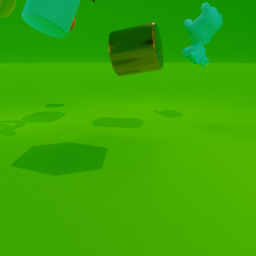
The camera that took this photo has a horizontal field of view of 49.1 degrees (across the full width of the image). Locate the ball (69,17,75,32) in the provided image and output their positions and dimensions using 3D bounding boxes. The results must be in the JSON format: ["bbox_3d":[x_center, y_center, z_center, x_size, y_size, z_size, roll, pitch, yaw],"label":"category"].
[{"bbox_3d":[-2.355,-3.887,10.134,0.876,0.876,0.876,0,14,0],"label":"ball"}]

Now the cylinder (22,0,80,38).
[{"bbox_3d":[-2.108,-3.394,7.805,1.287,1.287,1.287,19,-4,1],"label":"cylinder"}]

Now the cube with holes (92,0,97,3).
[{"bbox_3d":[-0.412,-2.692,3.564,1.288,1.288,1.288,-35,10,8],"label":"cube with holes"}]

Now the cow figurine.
[{"bbox_3d":[2.338,-2.840,8.763,0.877,1.572,1.598,8,-33,-38],"label":"cow figurine"}]

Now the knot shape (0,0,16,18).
[{"bbox_3d":[-3.038,-2.932,6.158,1.713,0.846,1.831,-37,41,7],"label":"knot shape"}]

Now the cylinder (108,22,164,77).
[{"bbox_3d":[0.247,-2.139,7.740,1.258,1.258,1.258,-6,12,17],"label":"cylinder"}]
